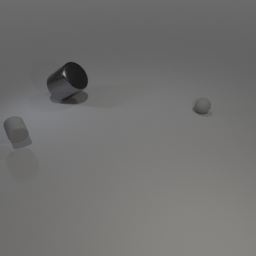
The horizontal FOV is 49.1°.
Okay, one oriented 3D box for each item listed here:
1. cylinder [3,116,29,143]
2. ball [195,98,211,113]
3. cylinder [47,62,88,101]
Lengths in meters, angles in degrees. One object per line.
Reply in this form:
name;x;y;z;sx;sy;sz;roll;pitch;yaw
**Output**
cylinder;-3.995;0.047;9.988;0.700;0.700;0.700;-18;49;-26
ball;3.338;-1.008;12.504;0.700;0.700;0.700;0;32;0
cylinder;-2.828;-2.162;13.098;1.400;1.400;1.400;-22;15;38
